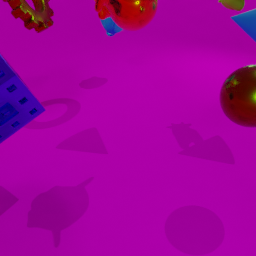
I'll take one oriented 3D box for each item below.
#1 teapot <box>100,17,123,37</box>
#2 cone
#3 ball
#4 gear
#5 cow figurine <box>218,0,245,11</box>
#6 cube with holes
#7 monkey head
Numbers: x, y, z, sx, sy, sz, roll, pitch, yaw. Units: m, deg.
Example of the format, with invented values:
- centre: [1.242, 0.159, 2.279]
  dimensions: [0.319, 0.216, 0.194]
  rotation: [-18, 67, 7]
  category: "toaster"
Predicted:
- centre: [-0.547, -4.174, 10.338]
  dimensions: [0.905, 1.849, 1.149]
  rotation: [40, 54, 17]
  category: "teapot"
- centre: [2.900, -2.417, 6.400]
  dimensions: [1.211, 1.207, 1.207]
  rotation: [6, 30, -10]
  category: "cone"
- centre: [2.015, -0.512, 4.548]
  dimensions: [1.011, 1.011, 1.011]
  rotation: [0, 31, 0]
  category: "ball"
- centre: [-2.724, -3.525, 7.588]
  dimensions: [0.334, 1.804, 1.804]
  rotation: [-19, 26, 20]
  category: "gear"
- centre: [2.942, -3.677, 6.977]
  dimensions: [0.770, 1.402, 1.380]
  rotation: [24, -7, -19]
  category: "cow figurine"
- centre: [-2.405, -0.600, 4.880]
  dimensions: [1.141, 1.141, 1.141]
  rotation: [-38, 65, -10]
  category: "cube with holes"
- centre: [0.019, -2.303, 4.712]
  dimensions: [1.026, 1.225, 1.703]
  rotation: [8, 3, 4]
  category: "monkey head"
